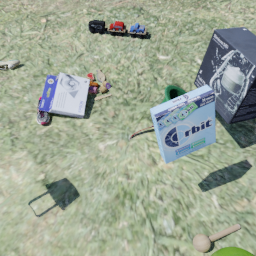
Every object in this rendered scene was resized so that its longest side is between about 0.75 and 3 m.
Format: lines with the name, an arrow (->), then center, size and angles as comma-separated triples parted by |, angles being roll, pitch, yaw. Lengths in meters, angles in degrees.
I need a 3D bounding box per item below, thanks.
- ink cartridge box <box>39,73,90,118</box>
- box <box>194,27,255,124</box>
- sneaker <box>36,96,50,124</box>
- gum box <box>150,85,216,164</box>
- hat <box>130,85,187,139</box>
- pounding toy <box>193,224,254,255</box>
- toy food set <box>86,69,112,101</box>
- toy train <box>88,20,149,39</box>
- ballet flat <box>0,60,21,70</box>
ink cartridge box -> -2.372, -1.284, 10.588 | 1.672, 0.339, 1.669 | 10, 64, -11
box -> 3.205, -1.555, 8.242 | 1.249, 1.982, 2.016 | -11, 50, -22
sneaker -> -3.220, -0.639, 10.465 | 0.480, 0.445, 1.191 | -10, 56, -7
gum box -> 1.263, -0.027, 6.179 | 1.322, 1.556, 0.347 | -23, 45, -4
hat -> 1.404, -0.380, 10.449 | 2.125, 1.871, 1.760 | 23, 42, -27
pounding toy -> 2.776, 3.560, 7.112 | 1.684, 1.012, 2.182 | -14, 56, -10
toy food set -> -1.285, -1.833, 11.435 | 1.000, 0.248, 1.574 | -20, 57, -14
toy train -> -0.456, -4.729, 13.242 | 2.935, 0.672, 0.501 | 8, 55, 6
ballet flat -> -5.183, -2.681, 12.024 | 1.122, 0.390, 0.390 | -4, 55, -1
